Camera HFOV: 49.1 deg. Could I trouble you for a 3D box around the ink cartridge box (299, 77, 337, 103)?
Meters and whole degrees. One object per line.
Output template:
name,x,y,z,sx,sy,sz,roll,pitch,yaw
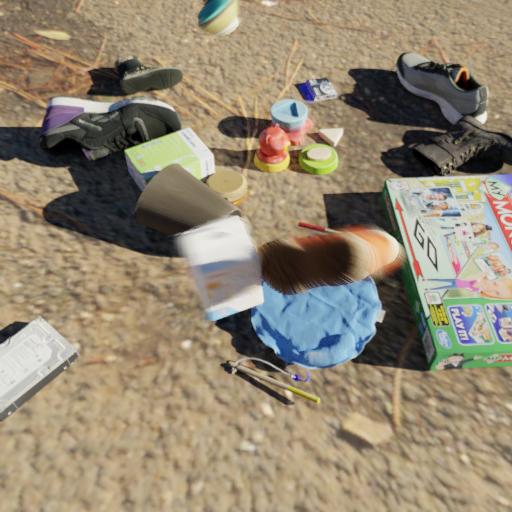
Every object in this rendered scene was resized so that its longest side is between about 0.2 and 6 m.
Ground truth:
ink cartridge box,1.714,-4.661,15.691,0.854,0.185,0.846,-12,52,-9

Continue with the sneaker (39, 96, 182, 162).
sneaker,-3.553,-2.917,13.757,3.467,1.313,1.518,1,64,7

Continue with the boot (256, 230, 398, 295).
boot,0.830,0.040,6.853,1.808,0.678,0.969,-4,10,45

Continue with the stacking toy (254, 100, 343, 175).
stacking toy,1.116,-3.035,13.825,2.027,0.946,2.240,11,51,10

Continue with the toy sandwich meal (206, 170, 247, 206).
toy sandwich meal,-0.659,-1.584,13.021,1.052,0.360,1.052,-1,47,1

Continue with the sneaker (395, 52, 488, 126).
sneaker,5.043,-4.750,15.065,1.190,1.276,3.219,-25,53,-18

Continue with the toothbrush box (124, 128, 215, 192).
toothbrush box,-2.026,-2.156,13.211,1.732,0.746,1.261,-26,54,-19

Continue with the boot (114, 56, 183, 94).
boot,-3.094,-5.264,15.905,1.793,0.647,1.354,-16,49,-14

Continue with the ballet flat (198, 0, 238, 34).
ballet flat,-0.709,-5.041,11.563,0.845,0.845,2.392,-2,43,-2

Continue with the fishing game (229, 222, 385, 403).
fishing game,1.127,0.988,10.507,2.455,0.533,3.428,14,64,20

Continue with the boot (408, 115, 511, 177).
boot,5.056,-2.400,13.539,1.936,0.770,2.223,-35,54,-19

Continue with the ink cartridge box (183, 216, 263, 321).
ink cartridge box,-0.424,0.131,7.295,0.771,1.200,0.752,-20,53,-9

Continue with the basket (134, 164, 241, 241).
basket,-1.338,-0.939,11.928,1.837,1.249,1.656,28,61,17

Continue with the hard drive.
hard drive,-4.205,1.975,10.035,1.173,0.318,1.678,35,57,25

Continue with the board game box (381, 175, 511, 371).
board game box,4.487,0.117,11.375,3.035,0.657,4.510,-3,50,-2
